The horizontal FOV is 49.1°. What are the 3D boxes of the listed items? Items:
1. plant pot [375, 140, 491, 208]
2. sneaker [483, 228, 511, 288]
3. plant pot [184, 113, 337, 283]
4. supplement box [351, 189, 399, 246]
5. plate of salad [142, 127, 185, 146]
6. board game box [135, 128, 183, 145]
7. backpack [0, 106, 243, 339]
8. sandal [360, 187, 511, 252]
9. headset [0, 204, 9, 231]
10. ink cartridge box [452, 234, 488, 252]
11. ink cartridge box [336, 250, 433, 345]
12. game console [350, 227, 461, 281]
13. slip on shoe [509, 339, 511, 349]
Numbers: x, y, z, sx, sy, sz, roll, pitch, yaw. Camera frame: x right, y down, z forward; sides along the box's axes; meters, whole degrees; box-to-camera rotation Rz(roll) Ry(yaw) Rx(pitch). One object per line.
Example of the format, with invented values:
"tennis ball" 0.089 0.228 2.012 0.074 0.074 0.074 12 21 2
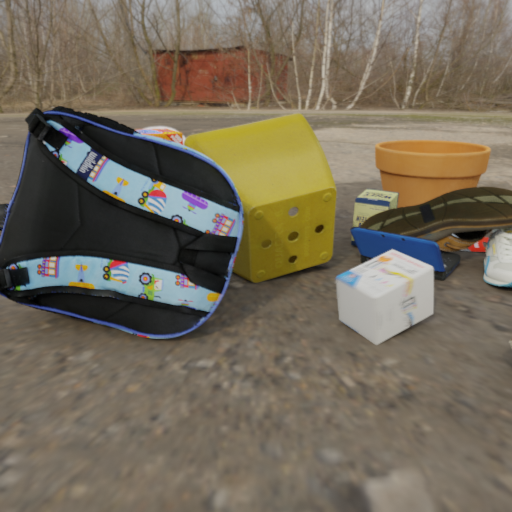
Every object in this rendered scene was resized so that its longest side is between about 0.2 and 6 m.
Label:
"plant pot" 3.802 -1.605 12.430 2.400 1.680 2.400 1 18 0
"sneaker" 4.080 -0.006 9.086 0.724 0.764 1.891 5 20 11
"plant pot" 0.222 -0.824 9.348 2.184 2.184 1.927 -16 40 -17
"supplement box" 2.313 -0.721 10.886 0.647 0.964 0.963 10 22 22
"plate of salad" -2.954 -2.390 14.933 2.597 0.624 2.597 -8 56 12
"board game box" -2.698 -1.848 12.651 1.864 1.865 1.863 -7 17 -18
"backpack" -1.607 -0.341 7.407 2.899 2.646 1.950 16 3 4
"sandal" 3.249 -0.448 9.614 2.949 0.805 1.205 -15 31 17
"headset" -5.035 -0.685 11.493 1.080 0.822 1.749 0 5 30
"ink cartridge box" 3.963 -0.378 10.926 1.286 0.304 1.029 4 19 16
"ink cartridge box" 1.668 0.503 7.226 1.007 0.729 0.742 -23 31 -25
"game console" 2.530 -0.202 9.407 1.507 0.892 1.286 14 31 35
"slip on shoe" 3.915 0.889 6.283 3.053 1.161 0.925 -7 58 -47
